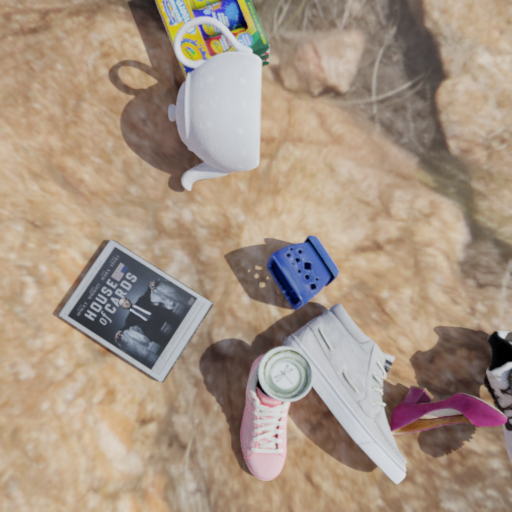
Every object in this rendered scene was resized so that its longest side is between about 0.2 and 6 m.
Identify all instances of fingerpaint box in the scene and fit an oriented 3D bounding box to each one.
[{"bbox_3d":[-0.888,-4.528,10.959,1.715,0.754,2.055,-20,80,-4],"label":"fingerpaint box"}]

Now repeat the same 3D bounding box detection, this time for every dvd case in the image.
[{"bbox_3d":[-2.162,0.973,10.138,2.247,0.278,1.689,31,80,5],"label":"dvd case"}]

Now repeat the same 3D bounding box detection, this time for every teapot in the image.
[{"bbox_3d":[-0.728,-2.575,9.877,1.632,2.206,2.235,3,71,0],"label":"teapot"}]

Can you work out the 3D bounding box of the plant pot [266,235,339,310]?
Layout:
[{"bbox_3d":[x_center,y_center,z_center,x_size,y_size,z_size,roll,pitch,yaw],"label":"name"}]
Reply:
[{"bbox_3d":[0.849,0.264,9.925,0.921,1.025,1.025,-31,80,-12],"label":"plant pot"}]

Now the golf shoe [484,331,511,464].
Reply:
[{"bbox_3d":[4.153,2.365,9.065,1.165,0.958,2.465,25,53,-18],"label":"golf shoe"}]

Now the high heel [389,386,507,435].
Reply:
[{"bbox_3d":[3.015,2.671,9.017,0.653,1.938,0.930,47,65,-28],"label":"high heel"}]

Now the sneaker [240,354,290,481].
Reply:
[{"bbox_3d":[0.157,2.722,9.387,0.800,1.111,2.124,3,80,-2],"label":"sneaker"}]

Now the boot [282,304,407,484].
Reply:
[{"bbox_3d":[1.862,2.231,9.472,1.421,1.094,2.974,-38,82,-3],"label":"boot"}]

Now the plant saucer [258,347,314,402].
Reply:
[{"bbox_3d":[0.470,1.919,9.011,0.901,0.226,0.901,2,63,-4],"label":"plant saucer"}]
